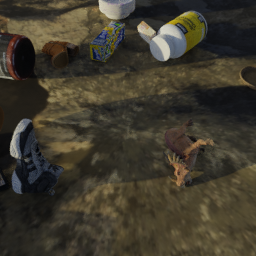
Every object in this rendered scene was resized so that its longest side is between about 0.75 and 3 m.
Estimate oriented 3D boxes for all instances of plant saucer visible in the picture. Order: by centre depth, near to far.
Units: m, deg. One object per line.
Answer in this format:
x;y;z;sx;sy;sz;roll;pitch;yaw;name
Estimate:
4.626;-1.729;9.786;1.426;0.210;1.426;-1;46;1;plant saucer

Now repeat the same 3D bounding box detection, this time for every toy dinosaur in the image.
1.337;0.482;7.323;1.278;0.809;1.885;-21;44;-10;toy dinosaur

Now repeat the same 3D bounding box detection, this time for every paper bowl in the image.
-0.503;-5.737;13.139;1.683;0.876;1.683;0;46;0;paper bowl

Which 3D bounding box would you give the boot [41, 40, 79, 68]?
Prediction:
-2.777;-2.867;10.580;1.264;0.624;1.628;17;49;16;boot

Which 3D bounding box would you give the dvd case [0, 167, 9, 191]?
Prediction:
-4.094;1.037;7.042;1.500;0.184;2.103;-23;50;-29;dvd case

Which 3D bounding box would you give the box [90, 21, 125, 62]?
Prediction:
-0.773;-3.451;11.081;0.642;0.699;1.996;17;49;15;box

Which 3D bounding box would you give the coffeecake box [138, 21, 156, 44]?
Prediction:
0.737;-3.594;10.688;0.656;0.854;0.312;44;93;9;coffeecake box

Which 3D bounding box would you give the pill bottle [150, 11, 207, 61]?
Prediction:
1.910;-3.468;10.696;1.288;1.288;2.299;33;55;27;pill bottle

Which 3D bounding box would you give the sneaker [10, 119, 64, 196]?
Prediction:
-2.013;0.729;6.391;1.087;1.910;0.721;11;25;1;sneaker

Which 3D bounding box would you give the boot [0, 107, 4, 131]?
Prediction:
-4.521;0.566;6.783;2.236;1.065;2.891;0;49;9;boot

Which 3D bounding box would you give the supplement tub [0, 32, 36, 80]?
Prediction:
-4.829;-2.581;9.679;2.877;1.538;1.538;10;47;8;supplement tub
